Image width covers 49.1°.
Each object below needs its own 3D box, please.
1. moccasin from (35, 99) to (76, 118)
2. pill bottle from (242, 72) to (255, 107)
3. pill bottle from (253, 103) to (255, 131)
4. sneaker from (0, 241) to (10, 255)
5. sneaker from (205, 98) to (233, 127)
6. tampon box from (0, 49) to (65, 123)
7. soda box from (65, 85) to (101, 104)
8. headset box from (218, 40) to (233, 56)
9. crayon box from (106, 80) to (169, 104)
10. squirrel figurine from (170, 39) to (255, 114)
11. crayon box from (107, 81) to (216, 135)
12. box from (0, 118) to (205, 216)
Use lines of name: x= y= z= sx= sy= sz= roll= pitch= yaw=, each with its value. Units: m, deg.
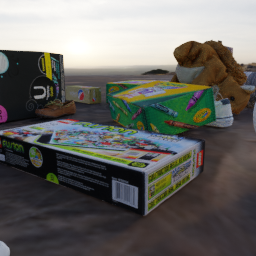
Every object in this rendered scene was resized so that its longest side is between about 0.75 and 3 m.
moccasin: x=-2.182 y=-0.621 z=8.590 sx=0.550 sy=0.581 sz=1.504 roll=10 pitch=16 yaw=37
pill bottle: x=4.709 y=-1.461 z=10.638 sx=1.338 sy=1.338 sz=2.309 roll=-11 pitch=16 yaw=-41
pill bottle: x=2.662 y=0.074 z=2.912 sx=1.704 sy=1.704 sz=2.986 roll=0 pitch=12 yaw=-1
sneaker: x=-1.446 y=0.924 z=2.025 sx=1.087 sy=0.437 sz=0.415 roll=-2 pitch=11 yaw=-14
sneaker: x=1.890 y=-0.562 z=7.802 sx=0.813 sy=0.788 sz=2.226 roll=-12 pitch=15 yaw=-42
tampon box: x=-3.479 y=-1.353 z=8.626 sx=1.666 sy=1.978 sz=2.640 roll=8 pitch=15 yaw=32
soda box: x=-1.997 y=-1.495 z=12.320 sx=0.625 sy=0.661 sz=1.952 roll=-12 pitch=17 yaw=-42
headset box: x=4.150 y=-2.685 z=13.034 sx=1.030 sy=2.666 sz=1.984 roll=7 pitch=14 yaw=31
crayon box: x=0.519 y=-1.614 z=12.351 sx=1.774 sy=0.870 sz=2.986 roll=6 pitch=14 yaw=26
squirrel figurine: x=2.947 y=-1.625 z=9.030 sx=2.670 sy=1.890 sz=2.492 roll=-34 pitch=62 yaw=-30
crayon box: x=0.663 y=-0.560 z=7.066 sx=1.660 sy=0.814 sz=2.795 roll=-17 pitch=17 yaw=-16
box: x=-0.537 y=0.363 z=4.324 sx=2.961 sy=0.514 sz=1.630 roll=9 pitch=15 yaw=35
